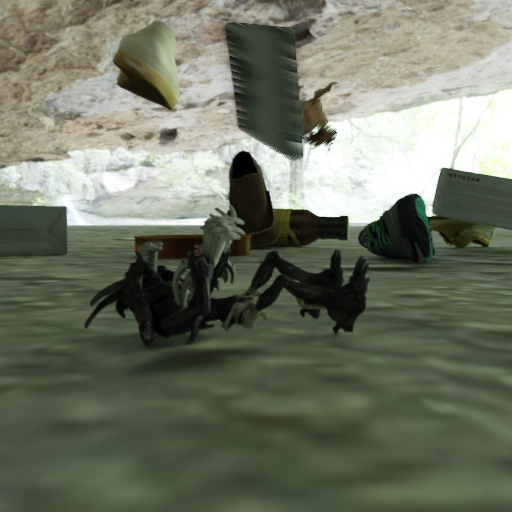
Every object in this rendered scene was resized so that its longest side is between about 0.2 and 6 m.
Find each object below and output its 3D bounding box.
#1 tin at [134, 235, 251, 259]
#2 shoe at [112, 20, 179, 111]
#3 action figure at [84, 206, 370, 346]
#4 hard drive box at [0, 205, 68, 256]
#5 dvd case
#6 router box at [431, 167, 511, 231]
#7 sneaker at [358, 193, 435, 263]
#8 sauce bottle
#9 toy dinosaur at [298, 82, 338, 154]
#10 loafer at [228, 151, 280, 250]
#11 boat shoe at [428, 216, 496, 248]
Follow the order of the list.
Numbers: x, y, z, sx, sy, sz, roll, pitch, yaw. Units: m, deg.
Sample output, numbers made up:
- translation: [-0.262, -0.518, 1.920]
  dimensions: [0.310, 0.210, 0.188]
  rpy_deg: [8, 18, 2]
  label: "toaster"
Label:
- translation: [-0.897, -0.149, 8.096]
  dimensions: [1.733, 0.363, 0.970]
  rpy_deg: [-2, 9, -28]
  label: "tin"
- translation: [-1.614, -2.925, 8.804]
  dimensions: [1.058, 0.808, 3.027]
  rpy_deg: [24, 4, -12]
  label: "shoe"
- translation: [-0.155, 0.080, 2.602]
  dimensions: [1.228, 0.627, 0.730]
  rpy_deg: [1, 14, -10]
  label: "action figure"
- translation: [-3.865, -0.417, 8.814]
  dimensions: [1.526, 0.752, 1.958]
  rpy_deg: [-1, 4, -26]
  label: "hard drive box"
- translation: [0.052, -1.578, 5.219]
  dimensions: [0.177, 1.077, 1.433]
  rpy_deg: [-15, 28, -16]
  label: "dvd case"
- translation: [4.592, -0.796, 9.165]
  dimensions: [3.069, 0.750, 2.754]
  rpy_deg: [14, 11, 20]
  label: "router box"
- translation: [1.719, -0.222, 7.093]
  dimensions: [0.949, 0.807, 2.167]
  rpy_deg: [-9, -10, 19]
  label: "sneaker"
- translation: [0.590, -0.548, 10.753]
  dimensions: [2.354, 0.762, 0.762]
  rpy_deg: [1, 4, 13]
  label: "sauce bottle"
- translation: [0.640, -1.920, 7.993]
  dimensions: [1.487, 1.008, 0.638]
  rpy_deg: [-10, 14, -26]
  label: "toy dinosaur"
- translation: [-0.181, -1.079, 10.298]
  dimensions: [0.872, 0.848, 2.388]
  rpy_deg: [-16, 46, -1]
  label: "loafer"
- translation: [3.785, -0.433, 10.337]
  dimensions: [1.747, 0.580, 0.647]
  rpy_deg: [2, 6, -27]
  label: "boat shoe"
